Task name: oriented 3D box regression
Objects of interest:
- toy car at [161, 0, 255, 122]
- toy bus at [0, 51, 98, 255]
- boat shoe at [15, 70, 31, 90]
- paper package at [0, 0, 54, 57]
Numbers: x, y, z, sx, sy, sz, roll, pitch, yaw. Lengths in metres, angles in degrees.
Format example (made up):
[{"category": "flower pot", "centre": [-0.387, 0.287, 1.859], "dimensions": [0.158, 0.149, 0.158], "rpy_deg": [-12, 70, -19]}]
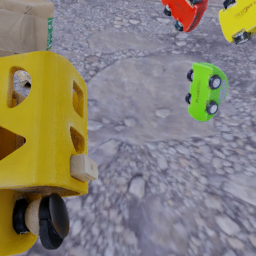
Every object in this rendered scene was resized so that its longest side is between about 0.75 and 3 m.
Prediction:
[{"category": "toy car", "centre": [1.194, -1.061, 3.945], "dimensions": [0.469, 1.980, 2.105], "rpy_deg": [-14, 29, -26]}, {"category": "toy bus", "centre": [-0.985, 0.420, 2.993], "dimensions": [1.261, 2.441, 2.303], "rpy_deg": [-8, 26, 9]}, {"category": "boat shoe", "centre": [-1.958, -0.952, 5.453], "dimensions": [1.029, 0.367, 0.332], "rpy_deg": [34, 60, 16]}, {"category": "paper package", "centre": [-3.325, -2.519, 6.772], "dimensions": [2.743, 1.489, 2.878], "rpy_deg": [9, 23, -10]}]
